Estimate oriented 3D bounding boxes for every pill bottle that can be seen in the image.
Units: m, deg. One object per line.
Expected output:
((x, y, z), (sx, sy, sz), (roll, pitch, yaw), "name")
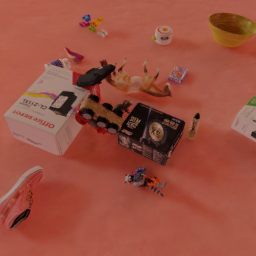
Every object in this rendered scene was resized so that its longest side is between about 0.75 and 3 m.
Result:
((-2.901, -2.532, 11.621), (0.958, 0.573, 0.573), (-28, 57, -21), "pill bottle")

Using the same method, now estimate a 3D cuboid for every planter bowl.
((4.639, -4.336, 12.759), (2.267, 0.944, 2.267), (4, 45, -4), "planter bowl")

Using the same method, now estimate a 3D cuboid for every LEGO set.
((-1.581, -5.122, 13.654), (1.701, 0.649, 0.698), (36, 60, 24), "LEGO set")

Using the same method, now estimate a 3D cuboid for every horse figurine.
((0.258, -1.948, 11.021), (2.847, 0.711, 1.887), (5, 57, -5), "horse figurine")

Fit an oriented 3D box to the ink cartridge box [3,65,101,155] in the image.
((-2.498, -0.706, 9.767), (2.041, 1.160, 2.801), (19, 53, 14), "ink cartridge box")

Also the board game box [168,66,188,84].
((2.076, -2.222, 11.619), (0.549, 0.183, 0.817), (21, 54, 16), "board game box")

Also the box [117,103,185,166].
((0.760, 0.165, 9.298), (1.798, 0.774, 1.472), (25, 58, 19), "box")

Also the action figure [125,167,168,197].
((0.470, 1.609, 8.185), (1.228, 0.664, 1.269), (9, 9, 16), "action figure")

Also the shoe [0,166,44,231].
((-2.926, 1.982, 7.994), (0.830, 0.652, 1.826), (32, 63, 21), "shoe")

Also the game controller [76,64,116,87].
((-1.056, -1.660, 8.941), (0.954, 0.385, 1.830), (-34, 21, -20), "game controller")

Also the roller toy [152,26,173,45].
((1.670, -4.347, 13.040), (0.813, 0.623, 0.891), (35, 59, 25), "roller toy")

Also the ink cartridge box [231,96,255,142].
((4.714, -0.123, 9.572), (1.775, 0.737, 1.301), (35, 59, 25), "ink cartridge box")

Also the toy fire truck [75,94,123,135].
((-1.077, -0.291, 9.031), (1.382, 1.570, 1.010), (30, 52, -22), "toy fire truck")

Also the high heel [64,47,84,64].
((-2.380, -3.292, 12.339), (0.496, 0.349, 1.035), (-35, 64, -13), "high heel")

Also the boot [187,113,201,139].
((2.274, -0.072, 9.606), (0.296, 0.635, 0.821), (19, 54, 15), "boot")

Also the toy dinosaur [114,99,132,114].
((-0.227, -0.670, 9.465), (0.928, 0.475, 0.357), (-20, 29, 19), "toy dinosaur")
